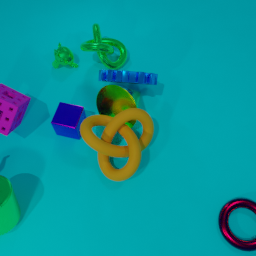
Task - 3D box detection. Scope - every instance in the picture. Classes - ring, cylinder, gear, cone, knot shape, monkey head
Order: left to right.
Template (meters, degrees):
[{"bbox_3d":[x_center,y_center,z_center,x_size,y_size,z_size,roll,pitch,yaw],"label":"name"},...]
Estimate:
[{"bbox_3d":[-3.345,1.916,6.915,1.136,1.136,1.136,3,44,-3],"label":"cylinder"},{"bbox_3d":[-2.275,-2.432,9.784,1.092,0.785,0.658,52,41,1],"label":"monkey head"},{"bbox_3d":[-0.746,-2.723,9.638,1.598,0.789,1.708,33,34,-20],"label":"knot shape"},{"bbox_3d":[-0.139,0.262,7.846,1.958,0.967,2.092,-31,80,-11],"label":"knot shape"},{"bbox_3d":[-0.001,-1.555,8.648,1.785,1.785,0.330,4,99,2],"label":"gear"},{"bbox_3d":[0.025,-0.888,8.839,1.474,1.474,1.480,32,40,16],"label":"cone"},{"bbox_3d":[2.993,2.464,7.203,1.308,0.262,1.308,-2,66,5],"label":"ring"}]

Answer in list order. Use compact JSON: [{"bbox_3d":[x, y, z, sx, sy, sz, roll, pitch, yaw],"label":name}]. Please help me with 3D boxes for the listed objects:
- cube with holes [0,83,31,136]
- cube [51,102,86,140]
[{"bbox_3d":[-3.582,-0.551,8.081,0.965,0.965,0.965,27,20,-8],"label":"cube with holes"},{"bbox_3d":[-1.755,-0.208,8.434,0.765,0.765,0.765,12,62,7],"label":"cube"}]
